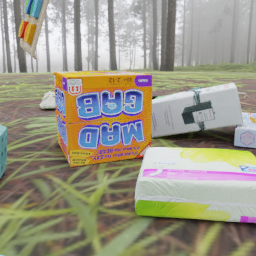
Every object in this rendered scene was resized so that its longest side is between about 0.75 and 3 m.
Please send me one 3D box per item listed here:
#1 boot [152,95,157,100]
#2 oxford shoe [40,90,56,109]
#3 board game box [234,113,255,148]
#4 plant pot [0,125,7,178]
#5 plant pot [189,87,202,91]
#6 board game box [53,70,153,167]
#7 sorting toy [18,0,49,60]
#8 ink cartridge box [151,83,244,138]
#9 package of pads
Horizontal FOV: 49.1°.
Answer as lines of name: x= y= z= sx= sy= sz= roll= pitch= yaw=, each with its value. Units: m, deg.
boot: x=-0.025 y=-1.300 z=12.707 sx=1.869 sy=0.991 sz=2.839 roll=18 pitch=26 yaw=38
oxford shoe: x=-3.684 y=-1.362 z=13.362 sx=0.924 sy=0.710 sz=2.459 roll=1 pitch=16 yaw=-9
board game box: x=4.356 y=0.078 z=7.933 sx=2.502 sy=0.516 sz=2.508 roll=5 pitch=15 yaw=21
plant pot: x=-3.277 y=0.448 z=4.984 sx=1.965 sy=1.389 sz=1.388 roll=5 pitch=13 yaw=-13
plant pot: x=3.033 y=-1.378 z=13.120 sx=0.899 sy=0.957 sz=0.957 roll=-10 pitch=9 yaw=24
board game box: x=-0.684 y=-0.386 z=6.879 sx=1.922 sy=1.921 sz=1.920 roll=-5 pitch=15 yaw=-20
sorting toy: x=-2.525 y=-2.819 z=7.319 sx=0.322 sy=1.764 sz=1.632 roll=5 pitch=20 yaw=-34
ink cartridge box: x=2.006 y=-0.571 z=8.404 sx=2.533 sy=1.052 sz=1.857 roll=-9 pitch=10 yaw=19
package of pads: x=1.185 y=0.835 z=4.583 sx=2.002 sy=0.683 sz=1.547 roll=2 pitch=14 yaw=8
